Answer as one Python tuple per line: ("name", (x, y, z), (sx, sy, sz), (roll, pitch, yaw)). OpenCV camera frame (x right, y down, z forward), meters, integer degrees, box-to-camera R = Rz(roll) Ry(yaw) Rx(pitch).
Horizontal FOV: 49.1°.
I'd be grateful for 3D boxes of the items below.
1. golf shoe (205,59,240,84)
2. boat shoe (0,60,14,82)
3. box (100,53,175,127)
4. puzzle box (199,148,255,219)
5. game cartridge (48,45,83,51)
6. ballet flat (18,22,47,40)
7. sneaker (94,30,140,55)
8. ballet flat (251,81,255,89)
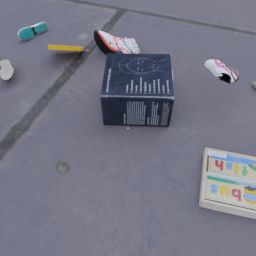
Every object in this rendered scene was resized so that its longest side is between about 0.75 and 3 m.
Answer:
("golf shoe", (2.785, -1.732, 8.501), (0.534, 0.421, 1.160), (-30, 54, -34))
("boat shoe", (-4.289, -1.962, 9.955), (0.466, 0.403, 1.284), (-13, 45, -17))
("box", (0.292, -1.222, 8.727), (2.067, 1.303, 2.103), (3, 49, 1))
("puzzle box", (3.108, 1.444, 7.022), (2.514, 0.320, 1.672), (10, 50, 9))
("game cartridge", (-2.329, -3.033, 10.630), (1.239, 0.201, 1.092), (-1, 16, -8))
("ballet flat", (-4.122, -4.123, 11.943), (0.511, 0.511, 1.472), (30, 51, 24))
("sneaker", (-0.421, -3.301, 11.021), (1.101, 0.686, 2.053), (-28, 57, -24))
("ballet flat", (4.579, -1.353, 9.511), (0.344, 0.325, 1.021), (-11, 49, -9))
